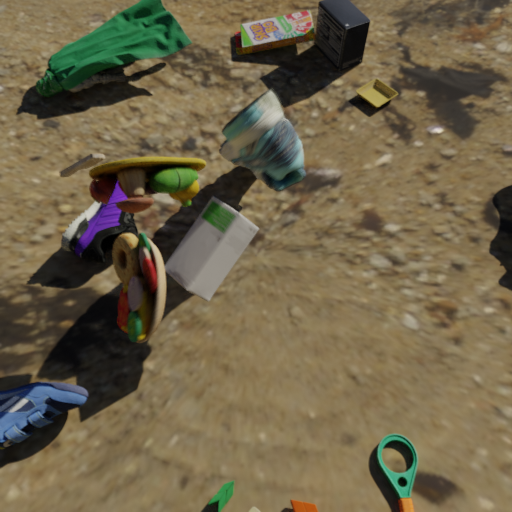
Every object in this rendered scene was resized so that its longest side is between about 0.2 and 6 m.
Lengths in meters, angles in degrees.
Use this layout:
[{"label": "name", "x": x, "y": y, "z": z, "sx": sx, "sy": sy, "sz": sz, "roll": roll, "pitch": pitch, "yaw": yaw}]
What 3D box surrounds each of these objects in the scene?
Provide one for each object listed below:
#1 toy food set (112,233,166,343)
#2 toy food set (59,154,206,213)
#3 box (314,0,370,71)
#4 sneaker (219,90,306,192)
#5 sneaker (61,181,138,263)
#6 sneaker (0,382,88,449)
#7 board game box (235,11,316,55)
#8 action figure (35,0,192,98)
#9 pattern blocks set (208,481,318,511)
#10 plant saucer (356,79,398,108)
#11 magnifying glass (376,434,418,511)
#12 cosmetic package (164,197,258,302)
[{"label": "toy food set", "x": -1.423, "y": 0.379, "z": 6.695, "sx": 0.322, "sy": 1.308, "sz": 1.322, "roll": 3, "pitch": 92, "yaw": -31}, {"label": "toy food set", "x": -1.507, "y": -0.874, "z": 7.367, "sx": 2.005, "sy": 1.180, "sz": 0.655, "roll": -9, "pitch": 90, "yaw": -47}, {"label": "box", "x": 1.899, "y": -4.973, "z": 12.484, "sx": 0.691, "sy": 1.113, "sz": 1.122, "roll": -25, "pitch": 61, "yaw": -15}, {"label": "sneaker", "x": 0.169, "y": -1.681, "z": 9.611, "sx": 1.228, "sy": 3.164, "sz": 1.366, "roll": -36, "pitch": 92, "yaw": 5}, {"label": "sneaker", "x": -2.450, "y": -0.672, "z": 10.045, "sx": 1.012, "sy": 0.707, "sz": 2.035, "roll": 29, "pitch": 66, "yaw": 11}, {"label": "sneaker", "x": -3.379, "y": 2.332, "z": 8.090, "sx": 1.948, "sy": 0.720, "sz": 0.801, "roll": -13, "pitch": 60, "yaw": 0}, {"label": "board game box", "x": 0.403, "y": -5.167, "z": 12.979, "sx": 1.840, "sy": 0.276, "sz": 0.879, "roll": -11, "pitch": 56, "yaw": 8}, {"label": "action figure", "x": -3.286, "y": -4.399, "z": 12.248, "sx": 3.345, "sy": 0.915, "sz": 1.976, "roll": -30, "pitch": 63, "yaw": -10}, {"label": "pattern blocks set", "x": 0.120, "y": 4.130, "z": 7.207, "sx": 2.135, "sy": 0.197, "sz": 2.428, "roll": -35, "pitch": 64, "yaw": -20}, {"label": "plant saucer", "x": 2.598, "y": -3.475, "z": 12.096, "sx": 0.661, "sy": 0.160, "sz": 0.661, "roll": -35, "pitch": 63, "yaw": -20}, {"label": "magnifying glass", "x": 2.044, "y": 3.228, "z": 7.818, "sx": 0.578, "sy": 0.163, "sz": 1.452, "roll": -2, "pitch": 58, "yaw": -2}, {"label": "cosmetic package", "x": -0.681, "y": -0.099, "z": 8.420, "sx": 0.729, "sy": 0.575, "sz": 1.355, "roll": 34, "pitch": 88, "yaw": 39}]
